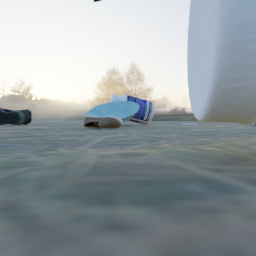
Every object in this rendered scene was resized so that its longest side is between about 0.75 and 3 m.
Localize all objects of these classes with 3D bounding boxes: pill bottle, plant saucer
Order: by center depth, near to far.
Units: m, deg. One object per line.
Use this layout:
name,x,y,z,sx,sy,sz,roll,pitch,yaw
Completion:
pill bottle,1.722,-0.537,1.480,2.661,1.454,1.454,1,2,4
plant saucer,-0.587,-0.523,11.153,2.160,0.416,2.160,-7,25,3
pill bottle,0.133,-0.874,12.708,1.938,1.122,1.122,14,-1,-12

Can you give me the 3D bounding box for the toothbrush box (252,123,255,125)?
toothbrush box,6.201,-0.614,11.991,1.701,0.991,2.323,1,2,34

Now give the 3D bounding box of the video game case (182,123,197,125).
video game case,3.071,-0.204,13.979,0.560,0.071,0.783,0,2,30

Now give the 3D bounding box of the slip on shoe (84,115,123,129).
slip on shoe,-0.672,-0.122,7.430,1.067,0.406,0.323,9,44,15

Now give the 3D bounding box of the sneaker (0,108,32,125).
sneaker,-5.086,-0.486,12.407,2.021,0.773,1.158,4,1,24

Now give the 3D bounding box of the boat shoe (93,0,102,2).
boat shoe,-0.688,-3.969,8.094,0.338,0.949,0.297,29,-25,34
